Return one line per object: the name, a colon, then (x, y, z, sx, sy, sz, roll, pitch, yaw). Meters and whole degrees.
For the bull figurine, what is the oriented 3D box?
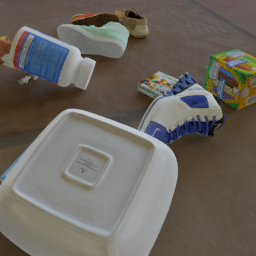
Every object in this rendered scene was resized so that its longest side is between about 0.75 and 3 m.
bull figurine: (-3.886, -2.272, 9.040, 2.443, 0.796, 1.483, 7, 55, -20)

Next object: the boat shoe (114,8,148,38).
boat shoe: (0.131, -4.905, 12.492, 0.950, 0.860, 2.667, -20, 45, -22)

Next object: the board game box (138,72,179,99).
board game box: (1.258, -1.149, 8.558, 1.673, 0.290, 1.056, 31, 49, 31)

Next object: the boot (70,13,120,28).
boot: (-1.492, -4.763, 12.425, 2.185, 0.820, 1.171, -8, 36, -8)

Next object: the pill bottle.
pill bottle: (-2.213, -2.008, 8.461, 2.292, 1.286, 1.286, 21, 41, -9)

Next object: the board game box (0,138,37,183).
board game box: (-1.069, 0.943, 6.010, 2.604, 0.446, 1.751, 15, 43, 17)

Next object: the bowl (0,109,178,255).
bowl: (-0.677, 0.942, 5.036, 2.940, 1.097, 2.936, 23, 56, 13)

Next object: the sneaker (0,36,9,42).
sneaker: (-4.947, -2.990, 10.579, 0.684, 0.569, 1.518, -11, 35, 0)

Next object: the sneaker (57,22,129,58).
sneaker: (-1.267, -3.609, 10.874, 2.664, 0.980, 1.571, 17, 48, 4)

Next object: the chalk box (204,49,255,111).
chalk box: (3.118, -1.588, 8.418, 1.156, 1.148, 1.853, -20, 45, -22)

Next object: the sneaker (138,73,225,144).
sneaker: (1.448, -0.232, 6.817, 1.550, 1.084, 2.683, 31, 56, 19)
